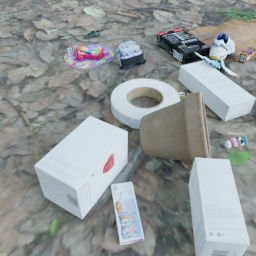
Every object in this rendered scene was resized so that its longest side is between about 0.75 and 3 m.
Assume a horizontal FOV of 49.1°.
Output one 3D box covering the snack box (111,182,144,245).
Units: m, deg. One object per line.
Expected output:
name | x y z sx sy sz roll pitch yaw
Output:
snack box | -0.040 2.073 7.009 0.578 0.195 1.607 -7 43 -7

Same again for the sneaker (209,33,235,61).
sneaker | 4.429 -3.857 12.771 0.845 0.989 2.244 19 38 23

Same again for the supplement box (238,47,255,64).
supplement box | 5.356 -3.290 12.628 0.343 0.442 0.801 34 53 31

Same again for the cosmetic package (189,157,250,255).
cosmetic package | 1.992 1.867 6.532 0.916 1.162 2.160 3 44 4

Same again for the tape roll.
tape roll | 0.607 -0.929 10.057 2.504 0.458 2.504 1 42 0

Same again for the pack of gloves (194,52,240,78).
pack of gloves | 3.694 -2.736 11.533 1.457 0.342 1.734 19 24 -19

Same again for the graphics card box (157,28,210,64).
graphics card box | 2.550 -3.891 13.172 1.448 0.587 2.307 -19 45 -21

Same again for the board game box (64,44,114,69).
board game box | -1.780 -3.471 12.827 2.296 0.447 1.814 -26 49 -25

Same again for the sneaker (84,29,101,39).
sneaker | -1.849 -4.807 14.343 0.902 0.357 0.340 -19 48 -18

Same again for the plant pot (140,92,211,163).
plant pot | 1.339 0.096 8.044 1.812 2.078 2.078 -6 40 18

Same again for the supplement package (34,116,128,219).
supplement package | -1.096 0.951 7.393 1.309 1.326 2.186 22 47 22

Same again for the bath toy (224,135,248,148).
bath toy | 3.344 0.418 8.741 0.766 0.283 0.333 -11 12 -12

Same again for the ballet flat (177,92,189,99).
ballet flat | 2.147 -1.197 10.511 0.786 0.248 0.270 6 43 7

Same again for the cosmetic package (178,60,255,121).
cosmetic package | 3.166 -1.468 10.433 1.187 0.728 2.876 -15 45 -21

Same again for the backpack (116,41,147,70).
backpack | 0.016 -3.250 12.283 1.250 0.963 1.191 -17 35 -13
